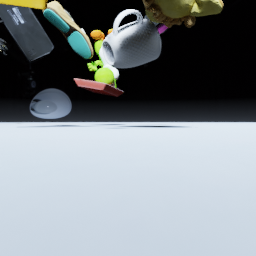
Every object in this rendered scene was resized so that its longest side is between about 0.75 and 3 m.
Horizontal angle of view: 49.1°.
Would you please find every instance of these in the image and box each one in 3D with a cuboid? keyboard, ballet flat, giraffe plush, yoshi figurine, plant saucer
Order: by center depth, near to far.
[{"bbox_3d":[0.735,-2.866,4.663,2.668,2.164,2.302,-36,32,11],"label":"giraffe plush"},{"bbox_3d":[-3.139,-2.794,7.286,1.540,2.424,0.250,-39,12,-37],"label":"keyboard"},{"bbox_3d":[-2.074,-3.708,10.528,0.835,0.767,2.432,-16,-50,37],"label":"ballet flat"},{"bbox_3d":[-1.089,-1.490,10.534,1.426,0.262,1.429,13,1,27],"label":"plant saucer"},{"bbox_3d":[-0.873,-2.695,11.348,1.422,2.539,1.427,-5,1,-38],"label":"yoshi figurine"}]

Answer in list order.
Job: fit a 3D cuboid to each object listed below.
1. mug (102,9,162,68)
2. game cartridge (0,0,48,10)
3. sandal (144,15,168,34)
[{"bbox_3d":[0.033,-2.179,6.896,1.245,1.420,1.049,-25,48,-23],"label":"mug"},{"bbox_3d":[-2.342,-3.280,4.663,1.967,2.231,0.362,3,38,-13],"label":"game cartridge"},{"bbox_3d":[0.982,-3.432,9.251,0.672,2.808,1.055,47,21,21],"label":"sandal"}]
